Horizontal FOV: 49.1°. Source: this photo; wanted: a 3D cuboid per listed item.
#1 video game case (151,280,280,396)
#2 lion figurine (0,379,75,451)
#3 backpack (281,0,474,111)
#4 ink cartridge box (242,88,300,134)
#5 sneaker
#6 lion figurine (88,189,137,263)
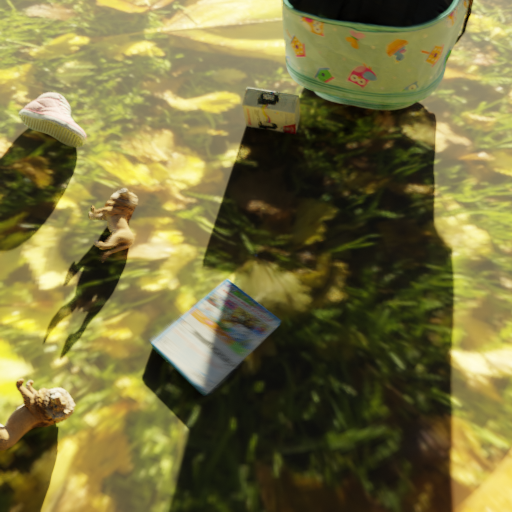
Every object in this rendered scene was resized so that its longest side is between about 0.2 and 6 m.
[{"bbox_3d":[-0.526,1.038,7.459,1.018,0.127,1.423,36,61,25],"label":"video game case"},{"bbox_3d":[-2.794,1.948,6.637,1.221,0.443,0.748,-41,70,-11],"label":"lion figurine"},{"bbox_3d":[2.040,-4.109,9.740,3.116,2.717,3.545,16,49,13],"label":"backpack"},{"bbox_3d":[0.268,-2.529,9.803,0.939,0.684,0.389,11,73,9],"label":"ink cartridge box"},{"bbox_3d":[-3.422,-2.455,9.858,1.454,0.547,0.760,24,61,22],"label":"sneaker"},{"bbox_3d":[-2.091,-0.453,8.464,0.738,0.437,1.206,-3,65,-28],"label":"lion figurine"}]
